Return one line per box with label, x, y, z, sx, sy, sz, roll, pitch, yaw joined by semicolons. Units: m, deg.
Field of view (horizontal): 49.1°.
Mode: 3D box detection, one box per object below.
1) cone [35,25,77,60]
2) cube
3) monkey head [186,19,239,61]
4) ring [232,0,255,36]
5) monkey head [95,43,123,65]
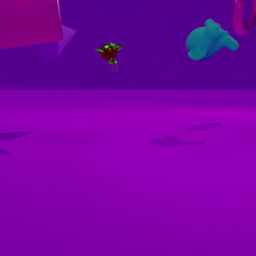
cone;-1.771;-2.466;7.442;1.061;1.061;1.065;8;30;42
cube;-2.072;-2.246;5.260;1.199;1.199;1.199;-19;31;-29
monkey head;1.885;-1.885;6.421;1.060;0.888;1.474;38;33;4
ring;3.805;-3.815;8.886;0.340;1.701;1.701;23;21;38
monkey head;-0.702;-2.960;11.126;1.156;0.697;0.832;-14;52;-10
